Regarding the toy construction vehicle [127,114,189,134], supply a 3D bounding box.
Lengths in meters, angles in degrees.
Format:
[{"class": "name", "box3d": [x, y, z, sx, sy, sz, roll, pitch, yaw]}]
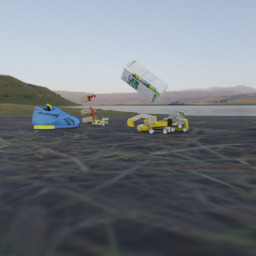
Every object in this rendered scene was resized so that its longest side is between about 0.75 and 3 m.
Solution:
[{"class": "toy construction vehicle", "box3d": [1.012, -0.161, 9.067, 1.704, 0.600, 1.484, 2, 4, 24]}]

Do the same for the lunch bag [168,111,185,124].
[{"class": "lunch bag", "box3d": [2.261, -0.450, 13.114, 0.583, 0.701, 0.836, -1, 4, -20]}]

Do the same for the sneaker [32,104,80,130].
[{"class": "sneaker", "box3d": [-2.771, -0.460, 11.252, 0.826, 0.983, 2.507, -1, 1, 28]}]

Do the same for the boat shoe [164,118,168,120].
[{"class": "boat shoe", "box3d": [2.441, -0.524, 17.882, 0.306, 0.291, 0.850, 0, 3, -3]}]

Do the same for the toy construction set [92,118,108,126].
[{"class": "toy construction set", "box3d": [-1.369, -0.287, 13.158, 0.820, 0.378, 0.538, -7, 24, 24]}]

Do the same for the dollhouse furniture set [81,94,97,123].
[{"class": "dollhouse furniture set", "box3d": [-2.191, -1.106, 16.499, 0.854, 1.640, 1.658, -10, 4, 4]}]

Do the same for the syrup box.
[{"class": "syrup box", "box3d": [0.778, -2.245, 13.576, 0.892, 2.190, 0.862, -48, -9, -33]}]
